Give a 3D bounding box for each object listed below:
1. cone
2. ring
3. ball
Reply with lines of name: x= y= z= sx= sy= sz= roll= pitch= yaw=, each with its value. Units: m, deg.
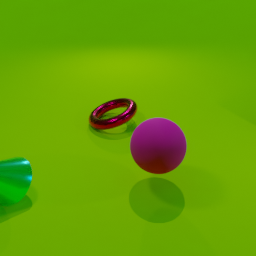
cone: x=-2.778 y=0.965 z=5.731 sx=1.108 sy=1.112 sz=1.108 roll=-10 pitch=64 yaw=22
ring: x=-0.484 y=-0.476 z=8.938 sx=1.635 sy=0.327 sz=1.635 roll=-15 pitch=29 yaw=9
ball: x=0.660 y=0.390 z=6.153 sx=1.237 sy=1.237 sz=1.237 roll=0 pitch=31 yaw=0
